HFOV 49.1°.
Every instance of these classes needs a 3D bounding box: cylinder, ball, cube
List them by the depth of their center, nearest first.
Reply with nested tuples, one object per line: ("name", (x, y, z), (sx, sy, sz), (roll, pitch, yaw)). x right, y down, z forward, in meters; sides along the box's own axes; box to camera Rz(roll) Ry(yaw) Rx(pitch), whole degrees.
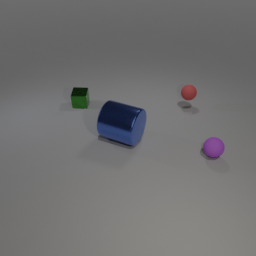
("ball", (2.930, 0.659, 9.561), (0.700, 0.700, 0.700), (0, 32, 0))
("cylinder", (-0.213, -0.193, 10.327), (1.400, 1.400, 1.400), (17, 35, 20))
("ball", (2.705, -1.577, 12.447), (0.700, 0.700, 0.700), (0, 32, 0))
("cube", (-2.192, -1.389, 12.885), (0.700, 0.700, 0.700), (2, 43, 2))
